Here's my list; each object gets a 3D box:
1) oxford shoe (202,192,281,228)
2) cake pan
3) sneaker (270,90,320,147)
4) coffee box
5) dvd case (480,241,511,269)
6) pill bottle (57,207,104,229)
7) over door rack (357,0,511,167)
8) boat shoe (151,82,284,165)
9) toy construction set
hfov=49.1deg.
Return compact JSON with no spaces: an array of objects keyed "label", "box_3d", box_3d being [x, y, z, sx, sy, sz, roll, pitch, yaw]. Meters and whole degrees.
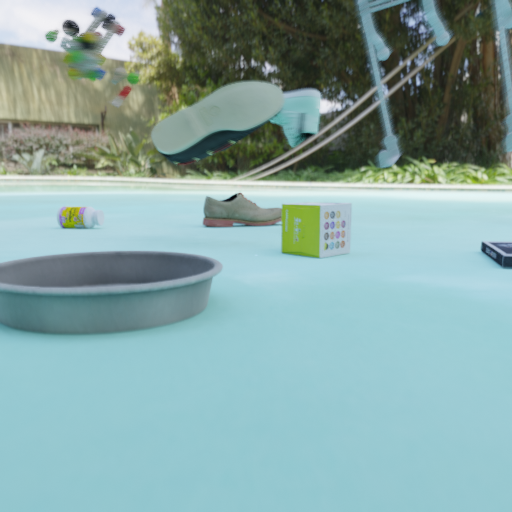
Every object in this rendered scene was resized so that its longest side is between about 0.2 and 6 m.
[{"label":"oxford shoe","box_3d":[-0.250,-1.252,15.066,2.427,0.908,0.855,-4,9,-26]},{"label":"cake pan","box_3d":[-1.556,0.312,5.775,2.428,0.445,2.428,0,8,0]},{"label":"sneaker","box_3d":[0.538,-3.102,13.009,1.965,1.159,0.723,-2,-5,32]},{"label":"coffee box","box_3d":[1.029,-0.471,9.674,0.878,0.887,0.888,-8,11,-44]},{"label":"dvd case","box_3d":[4.471,-0.022,8.881,1.430,0.235,1.903,1,8,13]},{"label":"pill bottle","box_3d":[-4.494,-0.981,14.376,1.092,0.569,0.569,1,8,9]},{"label":"over door rack","box_3d":[1.829,-1.917,5.592,1.389,1.880,0.626,-4,13,34]},{"label":"boat shoe","box_3d":[-0.692,-2.558,10.822,2.615,0.957,0.819,-22,-16,4]},{"label":"toy construction set","box_3d":[-3.261,-3.815,11.222,1.550,1.858,1.428,-19,35,28]}]
